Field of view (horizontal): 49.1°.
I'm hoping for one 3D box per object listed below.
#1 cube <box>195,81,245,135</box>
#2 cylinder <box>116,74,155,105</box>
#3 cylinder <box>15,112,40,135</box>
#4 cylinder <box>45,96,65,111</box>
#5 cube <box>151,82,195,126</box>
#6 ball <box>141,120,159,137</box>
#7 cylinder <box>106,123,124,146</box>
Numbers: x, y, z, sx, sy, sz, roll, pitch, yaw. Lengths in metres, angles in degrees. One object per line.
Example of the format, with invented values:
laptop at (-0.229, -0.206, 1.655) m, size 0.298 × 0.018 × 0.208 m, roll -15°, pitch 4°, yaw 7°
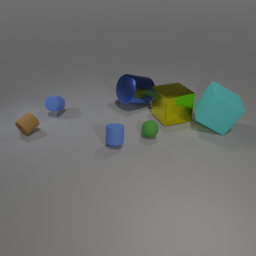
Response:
cube at (3.789, -0.838, 11.763) m, size 1.400 × 1.400 × 1.400 m, roll 27°, pitch 33°, yaw -7°
cylinder at (0.368, -1.849, 13.604) m, size 1.400 × 1.400 × 1.400 m, roll -2°, pitch 25°, yaw -43°
cylinder at (-4.180, -0.183, 11.645) m, size 0.700 × 0.700 × 0.700 m, roll 22°, pitch 56°, yaw 33°
cylinder at (-3.357, -1.132, 12.912) m, size 0.700 × 0.700 × 0.700 m, roll 6°, pitch 7°, yaw 11°
cube at (1.995, -1.102, 12.668) m, size 1.400 × 1.400 × 1.400 m, roll -11°, pitch 32°, yaw -18°
ball at (0.894, 0.031, 11.349) m, size 0.700 × 0.700 × 0.700 m, roll 0°, pitch 31°, yaw 0°
cylinder at (-0.501, 0.241, 10.763) m, size 0.700 × 0.700 × 0.700 m, roll 2°, pitch 16°, yaw -1°
